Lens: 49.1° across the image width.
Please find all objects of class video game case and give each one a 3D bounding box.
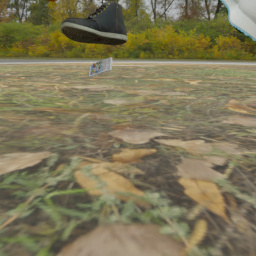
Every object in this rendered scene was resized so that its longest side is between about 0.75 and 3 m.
[{"bbox_3d":[-0.896,-1.997,9.207,0.800,0.072,0.573,-13,54,21],"label":"video game case"}]

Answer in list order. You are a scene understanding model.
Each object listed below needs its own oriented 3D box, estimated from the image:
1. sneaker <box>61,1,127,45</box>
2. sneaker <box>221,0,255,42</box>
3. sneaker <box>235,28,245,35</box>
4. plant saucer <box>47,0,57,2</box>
[{"bbox_3d":[-1.098,-3.435,8.924,2.400,1.275,0.897,-5,-2,-43],"label":"sneaker"},{"bbox_3d":[2.161,-2.266,4.562,1.002,1.058,2.619,26,39,-18],"label":"sneaker"},{"bbox_3d":[3.984,-3.844,8.805,0.825,2.065,0.737,23,53,16],"label":"sneaker"},{"bbox_3d":[-2.654,-3.637,6.744,2.415,0.452,2.415,18,13,-4],"label":"plant saucer"}]
